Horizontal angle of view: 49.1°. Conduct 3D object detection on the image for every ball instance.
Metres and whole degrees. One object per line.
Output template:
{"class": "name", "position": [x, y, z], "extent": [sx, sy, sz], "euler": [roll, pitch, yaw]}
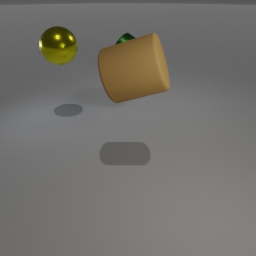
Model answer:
{"class": "ball", "position": [-2.580, -3.055, 10.448], "extent": [1.400, 1.400, 1.400], "euler": [0, 27, 0]}

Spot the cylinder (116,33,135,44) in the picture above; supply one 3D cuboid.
{"class": "cylinder", "position": [0.157, -3.602, 13.493], "extent": [1.400, 1.400, 1.400], "euler": [37, 36, 7]}

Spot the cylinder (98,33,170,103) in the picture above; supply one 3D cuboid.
{"class": "cylinder", "position": [0.178, -1.437, 6.873], "extent": [1.400, 1.400, 1.400], "euler": [-12, 24, 17]}
